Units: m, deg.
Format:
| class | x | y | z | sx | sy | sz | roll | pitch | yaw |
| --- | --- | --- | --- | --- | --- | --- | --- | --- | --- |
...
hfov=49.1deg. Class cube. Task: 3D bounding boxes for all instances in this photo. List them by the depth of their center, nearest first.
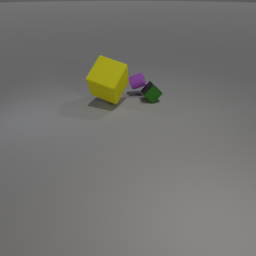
| class | x | y | z | sx | sy | sz | roll | pitch | yaw |
| --- | --- | --- | --- | --- | --- | --- | --- | --- | --- |
| cube | -0.902 | -2.197 | 12.874 | 1.400 | 1.400 | 1.400 | 22 | 69 | 12 |
| cube | 1.169 | -1.784 | 13.949 | 0.700 | 0.700 | 0.700 | 37 | 16 | -25 |

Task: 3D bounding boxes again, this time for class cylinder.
| class | x | y | z | sx | sy | sz | roll | pitch | yaw |
| --- | --- | --- | --- | --- | --- | --- | --- | --- | --- |
| cylinder | 0.483 | -2.404 | 14.400 | 0.700 | 0.700 | 0.700 | -18 | 24 | 15 |
